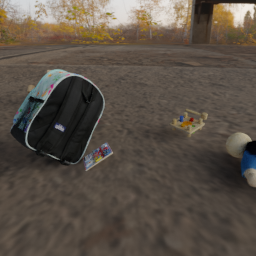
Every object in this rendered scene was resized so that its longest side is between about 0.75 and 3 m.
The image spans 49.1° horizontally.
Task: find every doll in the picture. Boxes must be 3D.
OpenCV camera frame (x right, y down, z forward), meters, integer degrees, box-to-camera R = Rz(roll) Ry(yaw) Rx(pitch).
[{"bbox_3d":[3.128,0.702,5.487,2.036,0.723,2.984,-24,28,-21],"label":"doll"}]

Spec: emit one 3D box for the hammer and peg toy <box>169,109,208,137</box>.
[{"bbox_3d":[1.707,-0.159,7.750,0.998,0.352,0.734,-28,40,-36],"label":"hammer and peg toy"}]

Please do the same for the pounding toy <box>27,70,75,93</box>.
[{"bbox_3d":[-2.969,-1.634,10.814,1.691,0.774,1.486,5,-17,-16],"label":"pounding toy"}]

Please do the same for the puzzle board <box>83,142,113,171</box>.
[{"bbox_3d":[-0.682,0.595,6.119,0.665,0.077,0.883,-33,15,-4],"label":"puzzle board"}]

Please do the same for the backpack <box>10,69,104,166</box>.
[{"bbox_3d":[-1.472,-0.318,6.205,1.392,1.849,1.641,27,-4,44],"label":"backpack"}]
